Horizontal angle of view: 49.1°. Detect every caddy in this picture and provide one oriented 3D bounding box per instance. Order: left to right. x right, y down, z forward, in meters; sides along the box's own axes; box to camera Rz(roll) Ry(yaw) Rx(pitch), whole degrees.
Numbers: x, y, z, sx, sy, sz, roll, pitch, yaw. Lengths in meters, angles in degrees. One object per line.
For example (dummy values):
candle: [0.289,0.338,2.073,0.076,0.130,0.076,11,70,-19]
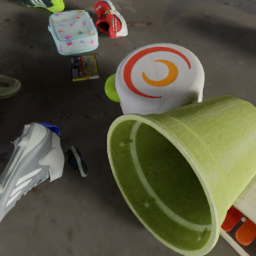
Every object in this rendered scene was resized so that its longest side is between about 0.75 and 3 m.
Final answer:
caddy: [-2.227,0.234,7.530,0.495,0.666,0.942,21,15,23]

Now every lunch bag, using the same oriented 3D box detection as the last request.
lunch bag: [-2.157,-3.739,10.884,1.695,0.815,2.114,-17,52,-11]

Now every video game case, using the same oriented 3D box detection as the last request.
video game case: [-1.544,-2.141,9.867,0.955,0.135,1.057,-9,61,-7]

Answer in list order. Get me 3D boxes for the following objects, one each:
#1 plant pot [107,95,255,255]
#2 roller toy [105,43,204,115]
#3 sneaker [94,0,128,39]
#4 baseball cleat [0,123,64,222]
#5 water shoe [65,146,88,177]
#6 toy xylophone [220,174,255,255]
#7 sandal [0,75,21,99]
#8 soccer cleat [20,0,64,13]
plant pot: [1.498,0.616,6.072,2.727,2.966,2.966,-26,54,-31]
roller toy: [0.925,-0.988,7.909,2.576,1.800,2.350,38,71,27]
sneaker: [-0.933,-4.488,11.487,1.017,0.922,2.394,-26,54,-14]
baseball cleat: [-2.359,1.257,6.591,0.938,1.432,2.690,6,69,56]
water shoe: [-1.352,0.933,7.335,0.379,0.343,0.960,-35,55,8]
toy xylophone: [3.053,2.239,5.897,2.127,0.730,2.905,-27,55,-21]
sandal: [-4.900,-1.662,9.128,2.853,0.814,1.133,7,50,6]
soccer cleat: [-3.929,-5.877,12.565,2.444,0.991,0.825,21,53,17]
